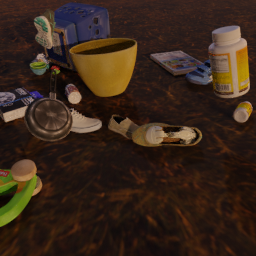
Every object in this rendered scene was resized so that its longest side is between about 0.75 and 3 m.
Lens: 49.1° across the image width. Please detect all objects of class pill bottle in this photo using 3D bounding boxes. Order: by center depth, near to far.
[{"bbox_3d":[3.030,-1.975,8.425,1.069,1.957,1.069,-13,27,7],"label":"pill bottle"},{"bbox_3d":[4.266,-0.626,10.344,0.522,0.522,0.956,19,37,27],"label":"pill bottle"},{"bbox_3d":[-2.299,-1.434,11.606,0.535,0.535,0.937,-11,35,-17],"label":"pill bottle"}]

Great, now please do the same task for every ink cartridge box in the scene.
[{"bbox_3d":[-4.247,-1.069,11.148,1.967,0.427,1.948,-22,38,-32],"label":"ink cartridge box"}]

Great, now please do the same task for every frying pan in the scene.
[{"bbox_3d":[-1.373,-0.436,5.426,0.906,0.244,1.498,30,59,-14],"label":"frying pan"}]

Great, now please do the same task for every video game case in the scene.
[{"bbox_3d":[2.708,-3.601,15.276,2.019,0.254,2.820,-11,34,-18],"label":"video game case"}]

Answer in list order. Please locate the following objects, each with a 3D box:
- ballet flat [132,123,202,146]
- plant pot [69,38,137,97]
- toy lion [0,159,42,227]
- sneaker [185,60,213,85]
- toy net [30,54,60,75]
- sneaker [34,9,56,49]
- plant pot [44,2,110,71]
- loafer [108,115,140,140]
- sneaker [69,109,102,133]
[{"bbox_3d":[1.228,0.217,8.723,2.195,0.776,0.776,2,32,-2],"label":"ballet flat"},{"bbox_3d":[-0.919,-2.487,11.802,2.756,1.956,2.756,-5,29,3],"label":"plant pot"},{"bbox_3d":[-3.680,1.712,6.558,2.525,0.867,2.420,7,40,10],"label":"toy lion"},{"bbox_3d":[3.799,-2.745,13.165,2.635,1.084,0.974,-18,39,-24],"label":"sneaker"},{"bbox_3d":[-4.417,-3.474,14.817,1.435,0.528,2.735,-10,33,-15],"label":"toy net"},{"bbox_3d":[-3.106,-3.827,10.892,0.735,1.893,0.864,29,68,-7],"label":"sneaker"},{"bbox_3d":[-2.812,-4.680,14.645,2.895,2.895,2.603,26,46,32],"label":"plant pot"},{"bbox_3d":[-0.037,-0.044,9.431,1.525,0.521,0.577,17,36,25],"label":"loafer"},{"bbox_3d":[-1.869,-0.298,9.686,1.902,0.674,0.695,4,33,6],"label":"sneaker"}]
